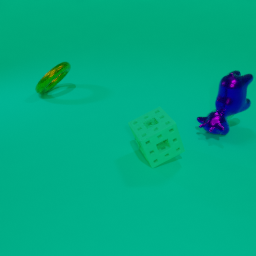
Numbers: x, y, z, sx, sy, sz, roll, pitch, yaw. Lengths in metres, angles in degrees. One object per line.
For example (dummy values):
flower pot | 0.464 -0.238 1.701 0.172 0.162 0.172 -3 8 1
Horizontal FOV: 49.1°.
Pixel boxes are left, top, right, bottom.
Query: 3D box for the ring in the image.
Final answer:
ring | -2.453 -1.644 9.210 0.287 1.437 1.437 47 36 -7

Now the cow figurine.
cow figurine | 2.433 -0.602 7.039 1.508 1.532 0.841 -26 36 -29

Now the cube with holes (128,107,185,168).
cube with holes | 0.621 0.195 6.192 0.819 0.819 0.819 -27 34 -4
